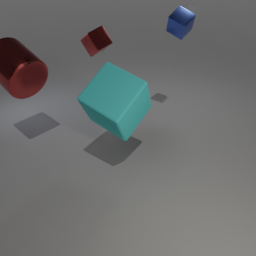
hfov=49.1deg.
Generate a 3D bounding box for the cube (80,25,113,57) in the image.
[{"bbox_3d":[-1.115,-3.056,9.898,0.700,0.700,0.700,-39,15,-27],"label":"cube"}]

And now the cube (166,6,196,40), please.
[{"bbox_3d":[1.880,-3.750,10.007,0.700,0.700,0.700,37,70,15],"label":"cube"}]

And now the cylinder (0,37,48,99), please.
[{"bbox_3d":[-3.473,-1.857,8.730,1.400,1.400,1.400,41,47,20],"label":"cylinder"}]

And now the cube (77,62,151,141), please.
[{"bbox_3d":[-0.325,-0.728,8.007,1.400,1.400,1.400,31,75,20],"label":"cube"}]
